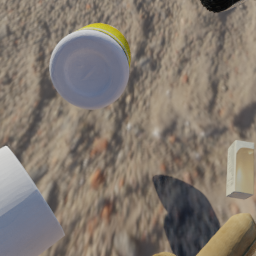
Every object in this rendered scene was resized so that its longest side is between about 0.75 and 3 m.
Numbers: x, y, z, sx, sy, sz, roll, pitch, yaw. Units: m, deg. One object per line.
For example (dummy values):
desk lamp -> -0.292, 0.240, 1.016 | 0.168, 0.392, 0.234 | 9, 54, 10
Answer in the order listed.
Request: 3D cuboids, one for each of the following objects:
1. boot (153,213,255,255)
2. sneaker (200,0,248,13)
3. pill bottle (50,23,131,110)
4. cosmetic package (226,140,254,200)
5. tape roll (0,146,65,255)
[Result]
boot -> 0.997, 1.585, 3.447 | 1.762, 1.543, 0.583 | -29, 41, -31
sneaker -> 2.486, -3.106, 5.907 | 1.031, 0.961, 2.601 | -31, 29, -21
pill bottle -> -0.679, -1.524, 6.270 | 1.489, 1.489, 2.648 | 2, 25, 1
cosmetic package -> 2.186, 0.820, 5.460 | 0.366, 0.541, 1.029 | 9, 68, 5
tape roll -> -2.098, 1.410, 4.658 | 1.293, 1.883, 1.883 | -34, 68, -23
